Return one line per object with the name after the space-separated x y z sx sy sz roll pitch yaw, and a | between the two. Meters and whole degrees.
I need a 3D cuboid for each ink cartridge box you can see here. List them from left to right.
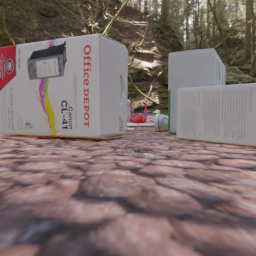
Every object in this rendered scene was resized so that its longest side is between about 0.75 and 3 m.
-1.594 -0.889 6.643 2.962 2.186 1.268 1 3 28 | ink cartridge box
2.167 -0.973 8.376 1.221 2.155 2.940 1 3 25 | ink cartridge box

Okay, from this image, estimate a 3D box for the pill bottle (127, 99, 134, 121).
-0.773 -0.937 14.646 1.233 1.233 2.216 -2 5 -32 | pill bottle

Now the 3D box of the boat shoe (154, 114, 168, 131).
1.225 -0.154 8.630 0.516 0.524 1.479 -1 -4 25 | boat shoe

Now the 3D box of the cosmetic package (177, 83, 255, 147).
2.023 -0.268 5.453 0.779 1.109 2.187 -2 5 -39 | cosmetic package

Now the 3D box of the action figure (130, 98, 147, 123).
0.473 -0.876 14.039 0.866 1.314 2.655 -1 6 -4 | action figure
